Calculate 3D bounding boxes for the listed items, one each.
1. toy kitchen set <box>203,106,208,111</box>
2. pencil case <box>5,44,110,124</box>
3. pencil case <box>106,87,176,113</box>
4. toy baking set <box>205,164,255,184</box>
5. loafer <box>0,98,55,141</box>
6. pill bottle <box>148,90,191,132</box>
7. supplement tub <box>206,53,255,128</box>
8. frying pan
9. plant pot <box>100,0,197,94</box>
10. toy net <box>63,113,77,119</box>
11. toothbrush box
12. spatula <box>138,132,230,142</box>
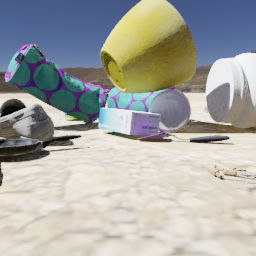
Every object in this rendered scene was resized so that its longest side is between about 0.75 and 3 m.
[{"bbox_3d":[4.192,-1.398,12.811,1.231,1.361,1.508,4,5,32],"label":"toy kitchen set"},{"bbox_3d":[-2.042,-1.272,8.355,2.888,1.335,1.229,30,2,-28],"label":"pencil case"},{"bbox_3d":[0.468,-0.952,10.351,2.660,1.229,1.132,7,3,33],"label":"pencil case"},{"bbox_3d":[1.428,0.604,3.873,0.586,0.089,0.764,-1,9,-3],"label":"toy baking set"},{"bbox_3d":[-2.617,-0.271,6.564,2.562,0.894,0.896,6,27,40],"label":"loafer"},{"bbox_3d":[1.255,-0.560,8.137,1.112,1.112,1.961,2,9,11],"label":"pill bottle"},{"bbox_3d":[3.932,-1.031,7.949,2.885,2.097,2.097,-1,9,-6],"label":"supplement tub"},{"bbox_3d":[-1.906,0.296,5.256,1.098,0.296,1.816,4,6,40],"label":"frying pan"},{"bbox_3d":[0.329,-1.990,7.789,1.830,2.577,2.577,-32,18,-15],"label":"plant pot"},{"bbox_3d":[-1.033,-0.479,10.038,2.449,0.473,1.285,6,0,19],"label":"toy net"},{"bbox_3d":[0.012,-0.165,7.069,0.968,0.564,1.322,3,6,-39],"label":"toothbrush box"},{"bbox_3d":[1.206,0.200,6.160,1.951,0.200,0.551,3,3,15],"label":"spatula"}]
